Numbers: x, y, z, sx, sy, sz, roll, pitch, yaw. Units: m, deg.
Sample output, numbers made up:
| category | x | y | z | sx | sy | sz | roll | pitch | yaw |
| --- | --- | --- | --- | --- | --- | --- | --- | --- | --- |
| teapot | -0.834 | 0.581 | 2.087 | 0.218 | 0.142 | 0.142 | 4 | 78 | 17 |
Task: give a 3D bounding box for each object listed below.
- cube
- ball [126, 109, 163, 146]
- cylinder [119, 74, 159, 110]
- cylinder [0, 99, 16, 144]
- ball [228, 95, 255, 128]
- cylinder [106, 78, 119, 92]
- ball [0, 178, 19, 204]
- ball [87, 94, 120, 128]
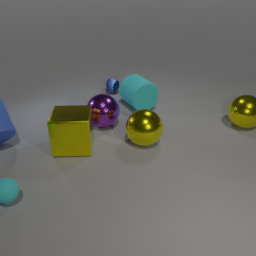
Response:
| category | x | y | z | sx | sy | sz | roll | pitch | yaw |
| --- | --- | --- | --- | --- | --- | --- | --- | --- | --- |
| cube | -2.022 | 0.080 | 10.197 | 1.400 | 1.400 | 1.400 | -1 | 28 | -2 |
| ball | 0.612 | -0.019 | 10.444 | 1.400 | 1.400 | 1.400 | 0 | 30 | 0 |
| cylinder | 0.507 | -1.678 | 13.276 | 1.400 | 1.400 | 1.400 | -14 | 33 | -24 |
| cylinder | -5.031 | -0.197 | 10.196 | 1.400 | 1.400 | 1.400 | -21 | 79 | -32 |
| ball | 4.868 | -0.679 | 11.584 | 1.400 | 1.400 | 1.400 | 0 | 30 | 0 |
| cylinder | -0.834 | -2.307 | 14.982 | 0.700 | 0.700 | 0.700 | -4 | 10 | -7 |
| ball | -3.390 | 1.732 | 7.751 | 0.700 | 0.700 | 0.700 | 0 | 30 | 0 |
| ball | -1.046 | -0.718 | 11.627 | 1.400 | 1.400 | 1.400 | 0 | 30 | 0 |
